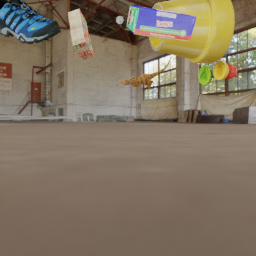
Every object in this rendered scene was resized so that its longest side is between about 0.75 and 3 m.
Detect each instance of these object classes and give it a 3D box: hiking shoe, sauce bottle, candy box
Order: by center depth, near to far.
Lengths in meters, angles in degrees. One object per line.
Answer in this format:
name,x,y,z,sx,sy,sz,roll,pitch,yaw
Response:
candy box,0.477,-1.668,4.443,0.870,0.396,1.028,6,22,-10
hiking shoe,-3.104,-3.189,8.169,2.569,1.114,0.956,17,48,27
sauce bottle,-0.085,-3.244,8.662,0.378,0.378,1.146,0,14,16

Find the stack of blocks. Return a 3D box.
stack of blocks,-1.872,-3.704,11.163,0.506,1.727,0.995,-15,-23,8

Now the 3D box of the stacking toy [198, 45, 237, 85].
stacking toy,3.009,-2.208,9.503,0.653,1.545,1.399,-2,-13,-21

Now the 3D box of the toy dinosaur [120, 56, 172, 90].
toy dinosaur,0.812,-2.040,11.492,2.254,0.681,1.197,-23,-6,-2

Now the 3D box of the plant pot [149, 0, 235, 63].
plant pot,1.717,-2.943,8.276,1.926,2.047,2.047,-5,2,-15
